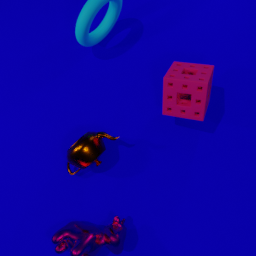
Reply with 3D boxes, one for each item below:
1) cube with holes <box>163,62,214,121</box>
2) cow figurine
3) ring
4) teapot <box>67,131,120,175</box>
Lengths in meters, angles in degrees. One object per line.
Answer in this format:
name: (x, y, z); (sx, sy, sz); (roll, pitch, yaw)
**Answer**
cube with holes: (1.437, -0.902, 6.698); (0.973, 0.973, 0.973); (11, 38, 19)
cow figurine: (-0.812, 2.499, 6.464); (1.469, 0.806, 1.445); (18, 38, 35)
ring: (-0.744, -2.869, 7.312); (0.334, 1.668, 1.668); (39, 79, 7)
teapot: (-0.921, 0.569, 6.839); (1.628, 1.012, 0.797); (-43, 90, 13)
